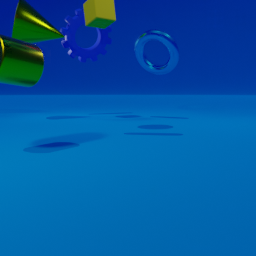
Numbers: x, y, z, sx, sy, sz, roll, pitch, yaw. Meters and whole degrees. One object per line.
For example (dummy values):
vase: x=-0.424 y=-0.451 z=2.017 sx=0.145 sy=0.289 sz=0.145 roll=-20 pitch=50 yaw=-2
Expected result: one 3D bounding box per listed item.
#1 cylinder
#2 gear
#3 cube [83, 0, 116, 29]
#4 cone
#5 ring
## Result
cylinder: x=-1.811 y=-1.034 z=4.364 sx=0.709 sy=0.709 sz=0.709 roll=5 pitch=2 yaw=35
gear: x=-1.678 y=-3.739 z=11.402 sx=2.056 sy=2.056 sz=0.380 roll=-3 pitch=29 yaw=-25
cube: x=-0.979 y=-3.971 z=9.614 sx=0.787 sy=0.787 sz=0.787 roll=-6 pitch=-2 yaw=-36
cone: x=-2.955 y=-3.357 z=9.582 sx=1.621 sy=1.615 sz=1.615 roll=12 pitch=3 yaw=-18
ring: x=0.999 y=-2.641 z=9.874 sx=1.671 sy=1.671 sz=0.334 roll=5 pitch=41 yaw=32
